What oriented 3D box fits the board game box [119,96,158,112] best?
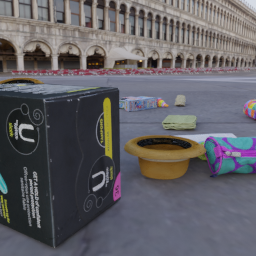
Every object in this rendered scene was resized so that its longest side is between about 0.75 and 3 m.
[{"bbox_3d":[0.246,-1.274,14.364,1.846,0.569,1.845,10,16,37],"label":"board game box"}]

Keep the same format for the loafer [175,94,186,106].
[{"bbox_3d":[2.909,-1.557,15.613,0.602,0.543,1.590,2,14,9],"label":"loafer"}]

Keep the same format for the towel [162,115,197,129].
[{"bbox_3d":[1.952,-0.212,10.492,1.229,0.302,1.657,3,15,14],"label":"towel"}]

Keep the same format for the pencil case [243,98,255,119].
[{"bbox_3d":[5.443,-0.684,11.444,0.847,0.847,1.916,1,15,3],"label":"pencil case"}]

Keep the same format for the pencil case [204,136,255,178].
[{"bbox_3d":[2.695,0.572,5.931,2.019,0.859,0.933,-2,-7,-3],"label":"pencil case"}]

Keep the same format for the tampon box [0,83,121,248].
[{"bbox_3d":[-1.624,0.305,4.633,2.633,1.973,1.662,8,15,30],"label":"tampon box"}]

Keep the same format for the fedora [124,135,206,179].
[{"bbox_3d":[0.768,0.638,5.989,1.763,0.719,1.763,2,12,0],"label":"fedora"}]

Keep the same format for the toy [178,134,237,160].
[{"bbox_3d":[1.782,0.503,7.091,2.050,0.484,1.180,1,16,1],"label":"toy"}]

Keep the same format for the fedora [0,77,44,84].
[{"bbox_3d":[-5.690,-1.751,14.553,2.847,1.161,2.847,1,27,-1],"label":"fedora"}]

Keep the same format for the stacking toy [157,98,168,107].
[{"bbox_3d":[1.845,-1.271,14.871,0.475,0.449,0.819,-16,31,-36],"label":"stacking toy"}]
